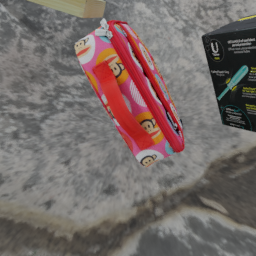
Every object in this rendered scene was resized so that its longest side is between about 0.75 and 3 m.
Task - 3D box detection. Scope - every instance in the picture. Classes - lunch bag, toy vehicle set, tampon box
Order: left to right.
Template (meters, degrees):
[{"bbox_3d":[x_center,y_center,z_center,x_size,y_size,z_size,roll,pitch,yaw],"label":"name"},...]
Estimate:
[{"bbox_3d":[-1.697,-2.522,5.090,2.379,0.315,1.478,19,23,2],"label":"toy vehicle set"},{"bbox_3d":[0.087,-0.639,5.134,1.058,2.274,2.581,-27,101,17],"label":"lunch bag"},{"bbox_3d":[2.818,-1.183,5.874,1.387,2.196,1.646,-28,21,-18],"label":"tampon box"}]
